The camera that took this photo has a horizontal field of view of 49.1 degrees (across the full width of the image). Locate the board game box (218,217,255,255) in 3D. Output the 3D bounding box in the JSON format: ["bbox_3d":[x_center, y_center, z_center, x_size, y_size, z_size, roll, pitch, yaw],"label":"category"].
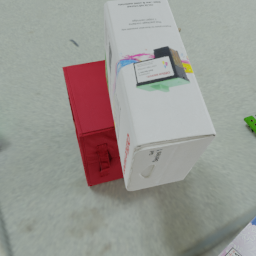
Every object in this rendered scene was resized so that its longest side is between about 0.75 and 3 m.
[{"bbox_3d":[3.716,2.791,5.432,2.921,0.634,2.907,-33,57,-24],"label":"board game box"}]

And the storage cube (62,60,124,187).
[{"bbox_3d":[-0.195,-0.203,6.890,2.251,2.140,2.504,-13,52,-12],"label":"storage cube"}]

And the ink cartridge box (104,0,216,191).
[{"bbox_3d":[0.302,-0.498,4.601,1.072,1.848,2.552,-8,63,-7],"label":"ink cartridge box"}]

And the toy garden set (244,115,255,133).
[{"bbox_3d":[4.267,0.026,7.890,1.554,0.310,1.296,-18,52,-14],"label":"toy garden set"}]

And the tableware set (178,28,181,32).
[{"bbox_3d":[1.186,-3.618,10.727,1.303,0.395,1.972,19,54,15],"label":"tableware set"}]
